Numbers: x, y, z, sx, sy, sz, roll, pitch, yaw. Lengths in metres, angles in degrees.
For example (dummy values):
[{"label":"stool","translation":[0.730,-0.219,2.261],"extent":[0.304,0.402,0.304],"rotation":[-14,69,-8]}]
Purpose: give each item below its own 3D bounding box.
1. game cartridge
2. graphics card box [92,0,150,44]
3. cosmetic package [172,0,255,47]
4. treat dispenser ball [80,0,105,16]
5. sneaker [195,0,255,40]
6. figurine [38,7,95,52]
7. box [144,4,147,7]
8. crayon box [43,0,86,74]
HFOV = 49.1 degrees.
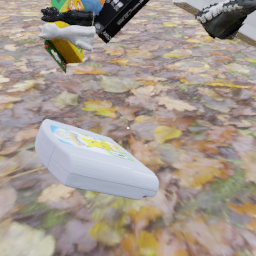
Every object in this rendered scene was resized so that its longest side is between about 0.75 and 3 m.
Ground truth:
[{"label":"game cartridge","translation":[-0.592,0.348,3.951],"extent":[1.346,0.409,2.019],"rotation":[14,8,-27]},{"label":"graphics card box","translation":[-0.312,-4.293,8.971],"extent":[2.777,0.706,1.742],"rotation":[-43,67,8]},{"label":"cosmetic package","translation":[2.730,-3.231,7.027],"extent":[2.721,1.536,1.104],"rotation":[22,18,-17]},{"label":"treat dispenser ball","translation":[-1.424,-3.957,8.075],"extent":[1.609,1.609,1.609],"rotation":[0,32,0]},{"label":"sneaker","translation":[1.817,-1.903,4.887],"extent":[0.518,0.705,1.558],"rotation":[-40,19,-8]},{"label":"figurine","translation":[-1.155,-1.896,5.251],"extent":[1.008,0.445,1.033],"rotation":[5,46,-16]},{"label":"box","translation":[0.476,-4.691,9.851],"extent":[0.179,0.677,0.869],"rotation":[-11,13,13]},{"label":"crayon box","translation":[-1.378,-2.263,6.418],"extent":[0.439,1.096,1.727],"rotation":[-2,70,14]}]
